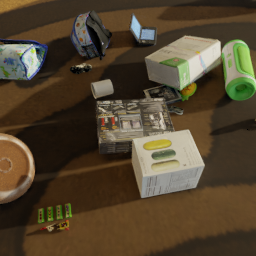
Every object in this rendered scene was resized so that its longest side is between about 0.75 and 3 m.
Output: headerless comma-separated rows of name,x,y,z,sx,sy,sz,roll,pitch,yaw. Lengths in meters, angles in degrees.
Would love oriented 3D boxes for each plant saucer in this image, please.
plant saucer,-3.988,1.215,8.902,2.282,0.417,2.282,18,62,-37

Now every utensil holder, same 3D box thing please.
utensil holder,-1.104,-1.686,11.999,0.794,0.675,0.675,-16,53,-16

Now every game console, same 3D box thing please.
game console,0.824,-5.171,14.613,1.375,0.953,1.611,4,52,4

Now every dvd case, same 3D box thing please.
dvd case,1.472,-1.391,12.009,1.392,0.172,1.046,-16,52,-6

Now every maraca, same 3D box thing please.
maraca,2.514,-1.591,12.025,0.687,0.536,1.002,28,78,40

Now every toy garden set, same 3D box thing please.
toy garden set,-2.276,2.792,8.653,1.013,0.202,0.844,-9,50,-7

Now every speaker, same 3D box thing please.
speaker,4.842,-2.611,12.358,1.291,1.291,2.919,6,51,5

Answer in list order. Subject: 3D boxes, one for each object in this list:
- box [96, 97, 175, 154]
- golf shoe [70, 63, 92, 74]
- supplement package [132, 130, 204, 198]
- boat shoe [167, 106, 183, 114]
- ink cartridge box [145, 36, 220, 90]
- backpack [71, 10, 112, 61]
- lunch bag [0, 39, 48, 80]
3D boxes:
box,0.224,-0.152,10.554,2.764,0.688,2.180,-4,48,-7
golf shoe,-2.208,-2.792,13.114,1.023,0.398,0.483,-6,37,-9
supplement package,1.210,1.171,9.175,1.914,1.442,1.452,-9,52,-8
boat shoe,1.889,-0.793,11.536,0.794,0.240,0.300,12,52,9
ink cartridge box,2.447,-2.962,12.346,2.728,1.194,1.982,-36,40,-24
backpack,-1.819,-4.510,13.458,1.557,1.926,2.022,-4,49,18
lunch bag,-5.052,-3.313,12.870,1.990,1.491,2.341,5,37,10
